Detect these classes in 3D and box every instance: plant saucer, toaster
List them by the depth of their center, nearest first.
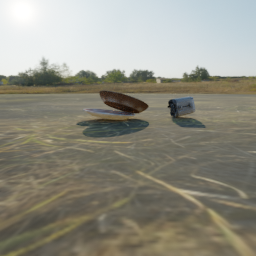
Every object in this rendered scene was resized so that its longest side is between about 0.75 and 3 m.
[{"bbox_3d":[-0.208,-0.969,11.200,2.065,0.378,2.065,15,-7,2],"label":"plant saucer"},{"bbox_3d":[2.219,-0.885,11.624,0.877,0.772,1.358,-11,3,-4],"label":"toaster"}]

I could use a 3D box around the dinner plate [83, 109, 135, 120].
[{"bbox_3d":[-0.742,-0.541,10.985,2.067,0.251,2.067,7,8,-1],"label":"dinner plate"}]
